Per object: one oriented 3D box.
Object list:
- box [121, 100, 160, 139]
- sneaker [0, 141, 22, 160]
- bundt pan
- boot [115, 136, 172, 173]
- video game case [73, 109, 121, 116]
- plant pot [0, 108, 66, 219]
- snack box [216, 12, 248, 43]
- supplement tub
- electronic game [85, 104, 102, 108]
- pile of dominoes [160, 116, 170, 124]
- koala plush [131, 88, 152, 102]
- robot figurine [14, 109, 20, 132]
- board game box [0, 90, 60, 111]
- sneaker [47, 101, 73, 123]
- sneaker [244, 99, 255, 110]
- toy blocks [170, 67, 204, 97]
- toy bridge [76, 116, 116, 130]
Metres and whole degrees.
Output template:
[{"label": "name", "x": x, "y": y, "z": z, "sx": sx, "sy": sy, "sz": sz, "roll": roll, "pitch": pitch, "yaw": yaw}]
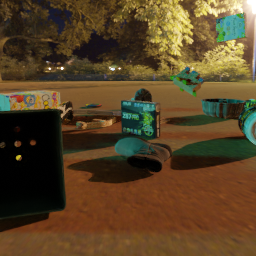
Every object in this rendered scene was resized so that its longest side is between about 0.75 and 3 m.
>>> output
[{"label": "box", "x": 0.443, "y": -0.345, "z": 10.119, "sx": 1.550, "sy": 1.250, "sz": 0.381, "roll": 11, "pitch": 16, "yaw": 38}, {"label": "sneaker", "x": -3.940, "y": 0.434, "z": 7.282, "sx": 2.244, "sy": 0.908, "sz": 0.829, "roll": -1, "pitch": 12, "yaw": -5}, {"label": "bundt pan", "x": 4.768, "y": -1.000, "z": 14.176, "sx": 2.183, "sy": 0.819, "sz": 2.183, "roll": 0, "pitch": 13, "yaw": 0}, {"label": "boot", "x": 0.216, "y": 0.651, "z": 7.171, "sx": 1.671, "sy": 0.583, "sz": 1.100, "roll": 2, "pitch": 15, "yaw": 27}, {"label": "video game case", "x": -1.034, "y": -0.741, "z": 13.681, "sx": 2.705, "sy": 0.236, "sz": 1.934, "roll": 4, "pitch": 4, "yaw": 15}, {"label": "plant pot", "x": -2.248, "y": 0.463, "z": 5.501, "sx": 1.719, "sy": 1.720, "sz": 2.433, "roll": -4, "pitch": 7, "yaw": -18}, {"label": "snack box", "x": 3.920, "y": -3.784, "z": 10.606, "sx": 1.063, "sy": 0.897, "sz": 0.360, "roll": -1, "pitch": 8, "yaw": 37}, {"label": "supplement tub", "x": 4.361, "y": -0.126, "z": 9.349, "sx": 1.136, "sy": 1.136, "sz": 1.855, "roll": 2, "pitch": 12, "yaw": 10}, {"label": "electronic game", "x": -2.153, "y": -1.414, "z": 17.502, "sx": 1.053, "sy": 0.219, "sz": 1.053, "roll": 0, "pitch": 12, "yaw": 0}, {"label": "pile of dominoes", "x": 1.143, "y": -0.387, "z": 13.079, "sx": 1.554, "sy": 0.247, "sz": 1.211, "roll": 20, "pitch": 21, "yaw": 36}, {"label": "koala plush", "x": 0.815, "y": -1.633, "z": 16.545, "sx": 1.254, "sy": 1.300, "sz": 1.414, "roll": -1, "pitch": 0, "yaw": -5}, {"label": "robot figurine", "x": -4.767, "y": -0.055, "z": 9.662, "sx": 2.151, "sy": 0.864, "sz": 2.967, "roll": 8, "pitch": 14, "yaw": 38}, {"label": "board game box", "x": -4.525, "y": -0.997, "z": 12.964, "sx": 1.280, "sy": 1.303, "sz": 2.485, "roll": 12, "pitch": 18, "yaw": 41}, {"label": "sneaker", "x": -3.215, "y": -0.695, "z": 12.608, "sx": 1.049, "sy": 0.908, "sz": 2.324, "roll": 0, "pitch": 12, "yaw": 13}, {"label": "sneaker", "x": 6.919, "y": -1.154, "z": 15.273, "sx": 0.951, "sy": 0.837, "sz": 2.248, "roll": -9, "pitch": 5, "yaw": -11}, {"label": "toy blocks", "x": 2.835, "y": -2.184, "z": 12.716, "sx": 1.039, "sy": 0.760, "sz": 1.520, "roll": -39, "pitch": 56, "yaw": -17}, {"label": "toy bridge", "x": -1.179, "y": -0.208, "z": 11.725, "sx": 0.727, "sy": 0.294, "sz": 2.163, "roll": 9, "pitch": 14, "yaw": 35}]
